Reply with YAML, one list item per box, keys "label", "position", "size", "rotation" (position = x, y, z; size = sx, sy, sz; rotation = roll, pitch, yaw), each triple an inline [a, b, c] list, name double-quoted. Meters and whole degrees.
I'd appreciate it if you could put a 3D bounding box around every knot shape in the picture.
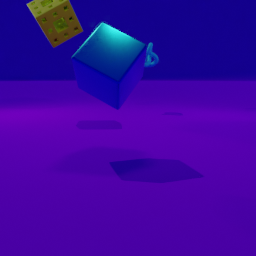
- label: "knot shape"
  position: [0.897, -3.261, 12.508]
  size: [1.156, 1.082, 0.534]
  rotation: [-1, 22, -44]

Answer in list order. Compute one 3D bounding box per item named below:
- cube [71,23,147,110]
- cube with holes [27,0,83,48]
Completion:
- label: "cube"
  position: [-0.329, -1.133, 5.258]
  size: [0.978, 0.978, 0.978]
  rotation: [30, -22, 10]
- label: "cube with holes"
  position: [-2.601, -3.951, 10.047]
  size: [1.247, 1.247, 1.247]
  rotation: [-31, 52, -5]
